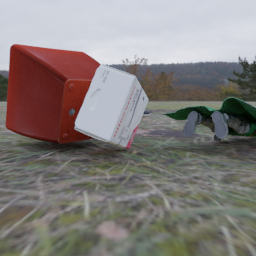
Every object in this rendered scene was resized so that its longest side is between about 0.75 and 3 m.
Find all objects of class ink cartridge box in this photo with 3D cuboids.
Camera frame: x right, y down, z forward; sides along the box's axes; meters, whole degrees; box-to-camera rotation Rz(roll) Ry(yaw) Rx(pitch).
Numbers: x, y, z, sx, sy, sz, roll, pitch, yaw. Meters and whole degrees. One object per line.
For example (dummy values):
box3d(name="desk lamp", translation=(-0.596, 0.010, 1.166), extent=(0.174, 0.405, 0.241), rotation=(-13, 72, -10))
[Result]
box3d(name="ink cartridge box", translation=(-0.186, -0.249, 4.411), extent=(0.567, 1.004, 1.371), rotation=(21, -3, 14))

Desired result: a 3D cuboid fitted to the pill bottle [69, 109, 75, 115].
box3d(name="pill bottle", translation=(-2.186, -0.910, 9.573), extent=(2.626, 1.496, 1.496), rotation=(1, 7, 7))

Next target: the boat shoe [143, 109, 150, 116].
box3d(name="boat shoe", translation=(0.567, -0.835, 12.960), extent=(0.650, 0.561, 1.790), rotation=(3, 7, 28))

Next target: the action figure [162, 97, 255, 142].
box3d(name="action figure", translation=(2.155, -0.049, 5.431), extent=(1.646, 0.762, 2.786), rotation=(5, 1, 44))

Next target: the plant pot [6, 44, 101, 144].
box3d(name="plant pot", translation=(-1.147, -0.531, 5.232), extent=(1.632, 1.634, 1.440), rotation=(-8, 27, -44))
